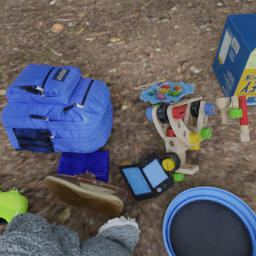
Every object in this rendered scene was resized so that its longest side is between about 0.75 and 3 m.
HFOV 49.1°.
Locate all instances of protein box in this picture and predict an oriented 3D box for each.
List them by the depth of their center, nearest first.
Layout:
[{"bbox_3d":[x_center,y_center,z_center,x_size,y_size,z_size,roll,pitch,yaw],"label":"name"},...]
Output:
[{"bbox_3d":[4.057,-2.252,9.359,1.484,2.199,2.183,-4,50,-3],"label":"protein box"}]

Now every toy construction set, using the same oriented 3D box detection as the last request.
[{"bbox_3d":[1.886,0.291,7.674,2.720,2.269,2.090,-6,93,17],"label":"toy construction set"}]

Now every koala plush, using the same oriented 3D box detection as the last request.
[{"bbox_3d":[-1.004,2.762,5.282,2.715,2.495,2.408,8,50,-9],"label":"koala plush"}]

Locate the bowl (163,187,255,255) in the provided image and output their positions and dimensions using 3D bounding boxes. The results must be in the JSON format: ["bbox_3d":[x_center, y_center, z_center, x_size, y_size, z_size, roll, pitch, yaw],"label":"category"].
[{"bbox_3d":[1.947,2.499,6.525,2.313,0.454,2.313,0,50,0],"label":"bowl"}]

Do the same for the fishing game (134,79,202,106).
[{"bbox_3d":[1.278,-1.254,9.132,1.791,0.389,2.501,-16,27,-9],"label":"fishing game"}]

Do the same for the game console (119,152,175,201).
[{"bbox_3d":[0.487,1.243,7.399,0.999,0.661,1.136,-39,54,10],"label":"game console"}]

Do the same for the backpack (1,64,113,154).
[{"bbox_3d":[-1.801,-0.489,7.791,2.705,2.270,2.198,7,47,5],"label":"backpack"}]

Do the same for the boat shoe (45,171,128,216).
[{"bbox_3d":[-1.051,1.529,7.138,2.178,0.786,0.784,11,39,19],"label":"boat shoe"}]

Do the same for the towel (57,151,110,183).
[{"bbox_3d":[-1.234,1.047,7.805,1.419,0.352,1.048,-1,50,0],"label":"towel"}]

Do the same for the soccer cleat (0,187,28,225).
[{"bbox_3d":[-3.871,2.025,6.660,2.850,0.962,1.155,0,62,-1],"label":"soccer cleat"}]
